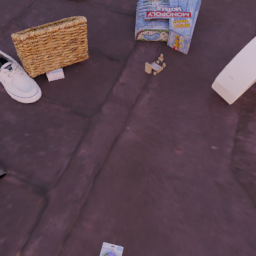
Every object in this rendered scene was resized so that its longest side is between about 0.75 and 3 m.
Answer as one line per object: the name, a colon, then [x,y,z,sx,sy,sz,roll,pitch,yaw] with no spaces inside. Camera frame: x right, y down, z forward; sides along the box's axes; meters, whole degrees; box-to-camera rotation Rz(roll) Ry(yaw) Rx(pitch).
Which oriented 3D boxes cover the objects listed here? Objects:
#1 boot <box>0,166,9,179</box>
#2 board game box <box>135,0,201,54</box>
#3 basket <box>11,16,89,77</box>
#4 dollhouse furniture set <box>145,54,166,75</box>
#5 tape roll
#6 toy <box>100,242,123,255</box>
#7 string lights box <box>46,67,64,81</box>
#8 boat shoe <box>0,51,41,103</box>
boot: [-4.424,1.355,8.676,1.150,0.398,1.001,-31,62,-20]
board game box: [1.782,-4.544,12.073,2.919,0.900,2.917,2,57,1]
basket: [-2.926,-3.437,10.390,2.554,1.903,1.823,-24,61,-19]
dollhouse furniture set: [1.149,-2.529,11.107,0.471,0.403,0.909,39,65,22]
tape roll: [4.074,-2.026,9.414,2.635,2.635,0.922,-38,78,-21]
toy: [-0.515,3.573,7.382,0.573,0.235,0.995,12,59,7]
string lights box: [-2.986,-2.449,11.075,0.626,0.359,1.219,-17,59,-13]
boat shoe: [-4.384,-1.991,10.451,2.849,0.931,1.048,35,64,20]
